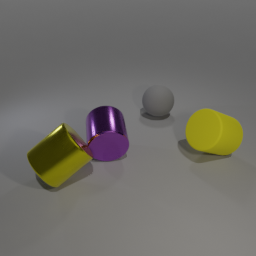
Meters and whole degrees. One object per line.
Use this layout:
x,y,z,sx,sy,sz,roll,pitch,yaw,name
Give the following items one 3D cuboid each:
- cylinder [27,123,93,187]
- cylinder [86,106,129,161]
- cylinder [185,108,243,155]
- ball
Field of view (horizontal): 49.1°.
-2.002,0.798,8.357,1.400,1.400,1.400,-40,37,0,cylinder
-0.739,0.182,9.691,1.400,1.400,1.400,-4,42,-7,cylinder
2.915,0.159,9.494,1.400,1.400,1.400,13,17,-40,cylinder
1.321,-1.196,12.258,1.400,1.400,1.400,0,30,0,ball
